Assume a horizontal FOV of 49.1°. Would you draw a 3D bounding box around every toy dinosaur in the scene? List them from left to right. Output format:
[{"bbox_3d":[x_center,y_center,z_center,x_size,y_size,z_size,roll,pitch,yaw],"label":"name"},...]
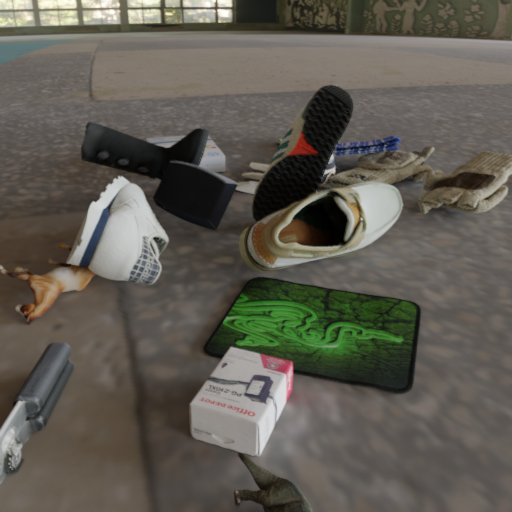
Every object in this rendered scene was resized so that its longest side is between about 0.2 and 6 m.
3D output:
[{"bbox_3d":[0.242,2.334,5.003,0.739,0.556,1.444,-2,19,-29],"label":"toy dinosaur"}]

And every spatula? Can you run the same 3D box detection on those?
[{"bbox_3d":[0.823,-1.735,13.285,2.503,0.201,1.741,11,28,13],"label":"spatula"}]

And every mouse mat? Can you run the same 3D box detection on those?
[{"bbox_3d":[0.884,1.002,7.956,2.757,0.104,2.219,7,28,16],"label":"mouse mat"}]

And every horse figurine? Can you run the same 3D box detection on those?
[{"bbox_3d":[-3.146,0.323,8.827,1.180,0.444,1.780,30,32,26],"label":"horse figurine"}]

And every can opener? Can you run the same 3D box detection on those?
[{"bbox_3d":[-2.628,1.660,6.182,0.647,0.516,1.936,1,26,1],"label":"can opener"}]

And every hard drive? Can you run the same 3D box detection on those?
[{"bbox_3d":[-1.246,-1.238,10.919,1.645,1.110,0.348,24,-3,31],"label":"hard drive"}]

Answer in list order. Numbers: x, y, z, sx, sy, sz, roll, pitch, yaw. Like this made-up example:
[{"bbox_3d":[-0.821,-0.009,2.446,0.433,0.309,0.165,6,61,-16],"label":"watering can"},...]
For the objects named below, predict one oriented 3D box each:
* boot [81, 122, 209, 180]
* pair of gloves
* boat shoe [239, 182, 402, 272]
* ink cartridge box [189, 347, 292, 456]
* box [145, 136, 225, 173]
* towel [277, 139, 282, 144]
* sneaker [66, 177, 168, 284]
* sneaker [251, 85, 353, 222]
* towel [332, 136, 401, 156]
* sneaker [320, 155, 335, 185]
[{"bbox_3d":[-2.353,-2.298,11.636,2.384,1.965,0.782,20,55,-14],"label":"boot"},{"bbox_3d":[3.920,-1.767,12.820,3.606,0.632,3.066,15,35,35],"label":"pair of gloves"},{"bbox_3d":[1.347,-0.535,9.388,3.242,1.212,1.109,-23,1,-27],"label":"boat shoe"},{"bbox_3d":[-0.145,1.604,6.326,0.817,0.476,1.128,10,29,19],"label":"ink cartridge box"},{"bbox_3d":[-1.918,-2.677,14.776,1.767,0.467,2.267,-7,29,-14],"label":"box"},{"bbox_3d":[1.338,-3.158,16.062,1.076,0.165,1.411,-11,28,-21],"label":"towel"},{"bbox_3d":[-2.232,-0.407,9.754,1.369,1.299,3.401,21,19,-12],"label":"sneaker"},{"bbox_3d":[0.902,-1.941,11.324,1.061,3.014,1.409,29,7,-4],"label":"sneaker"},{"bbox_3d":[2.201,-2.771,14.106,2.730,0.326,1.976,-3,14,12],"label":"towel"},{"bbox_3d":[1.217,-1.795,12.799,1.412,0.561,0.554,-28,32,-9],"label":"sneaker"}]
